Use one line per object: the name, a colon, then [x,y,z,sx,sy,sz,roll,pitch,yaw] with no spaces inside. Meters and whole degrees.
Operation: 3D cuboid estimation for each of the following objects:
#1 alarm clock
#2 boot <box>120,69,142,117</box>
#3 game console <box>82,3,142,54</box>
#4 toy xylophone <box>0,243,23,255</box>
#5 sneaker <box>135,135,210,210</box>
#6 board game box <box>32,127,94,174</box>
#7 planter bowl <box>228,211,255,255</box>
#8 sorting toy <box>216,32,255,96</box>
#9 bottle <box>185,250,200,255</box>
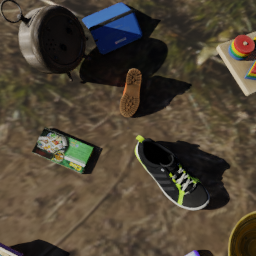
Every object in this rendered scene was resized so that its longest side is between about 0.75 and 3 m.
alarm clock: [-2.319,-2.668,8.090,0.953,2.863,1.931,10,79,43]
boot: [0.128,-1.119,8.833,0.573,0.818,1.526,13,106,-2]
game console: [-0.555,-3.494,9.761,1.645,0.973,1.404,-26,107,-7]
toy xylophone: [-3.823,4.280,7.266,1.918,0.658,2.619,15,74,5]
sneaker: [1.169,1.278,7.881,2.714,1.124,0.973,41,78,11]
board game box: [-1.976,0.681,8.551,1.684,0.198,0.882,23,73,6]
planter bowl: [3.597,3.285,7.430,2.156,0.898,2.156,0,73,0]
sorting toy: [4.198,-2.263,8.982,1.908,0.668,1.919,-22,75,-16]
bottle: [1.598,3.679,7.642,0.821,0.268,0.343,-26,76,-7]
